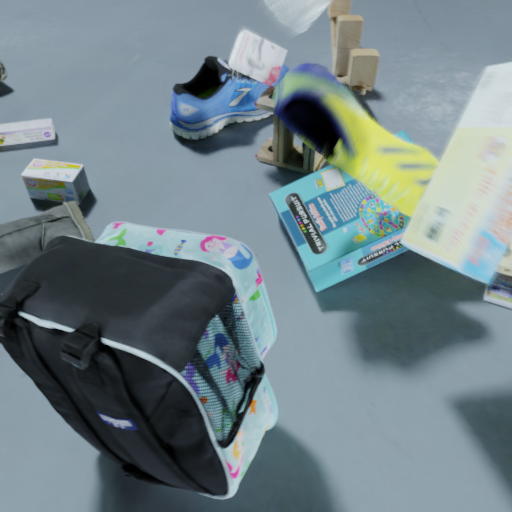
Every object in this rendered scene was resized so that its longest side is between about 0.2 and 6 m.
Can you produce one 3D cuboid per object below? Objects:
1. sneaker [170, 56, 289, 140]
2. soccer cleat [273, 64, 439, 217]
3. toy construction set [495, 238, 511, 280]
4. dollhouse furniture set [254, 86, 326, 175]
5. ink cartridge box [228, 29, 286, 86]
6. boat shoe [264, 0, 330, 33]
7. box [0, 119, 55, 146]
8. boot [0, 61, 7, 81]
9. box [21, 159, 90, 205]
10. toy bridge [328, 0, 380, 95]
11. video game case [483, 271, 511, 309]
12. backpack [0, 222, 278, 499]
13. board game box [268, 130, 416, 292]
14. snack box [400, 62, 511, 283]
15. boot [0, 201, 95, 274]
[{"bbox_3d":[-0.508,-3.827,12.750,3.241,1.445,1.273,-30,54,-26],"label":"sneaker"},{"bbox_3d":[1.585,-1.452,8.300,3.341,1.080,1.397,38,43,-10],"label":"soccer cleat"},{"bbox_3d":[4.312,-0.429,9.652,2.341,1.078,1.535,10,62,36],"label":"toy construction set"},{"bbox_3d":[1.028,-3.021,11.974,1.444,1.452,2.060,19,51,16],"label":"dollhouse furniture set"},{"bbox_3d":[0.027,-3.974,11.256,0.977,0.414,0.712,20,86,-16],"label":"ink cartridge box"},{"bbox_3d":[0.630,-4.736,10.584,0.957,0.833,2.597,25,18,-25],"label":"boat shoe"},{"bbox_3d":[-5.445,-2.707,12.438,1.831,0.354,0.379,-10,48,-9],"label":"box"},{"bbox_3d":[-7.783,-4.644,13.876,2.752,0.993,2.078,33,52,24],"label":"boot"},{"bbox_3d":[-3.970,-1.474,11.107,1.093,0.615,0.554,8,47,9],"label":"box"},{"bbox_3d":[2.271,-5.134,13.882,0.622,1.536,4.571,0,44,-1],"label":"toy bridge"},{"bbox_3d":[4.395,0.579,9.539,0.906,0.100,0.824,18,49,15],"label":"video game case"},{"bbox_3d":[-1.171,1.284,6.712,2.903,3.270,2.462,8,41,31],"label":"backpack"},{"bbox_3d":[1.877,-0.850,9.946,2.773,0.651,2.093,-25,49,3],"label":"board game box"},{"bbox_3d":[2.822,-1.083,6.824,0.482,2.599,1.510,23,8,-15],"label":"snack box"},{"bbox_3d":[-4.097,0.036,9.477,2.592,0.940,2.356,-16,34,-24],"label":"boot"}]
